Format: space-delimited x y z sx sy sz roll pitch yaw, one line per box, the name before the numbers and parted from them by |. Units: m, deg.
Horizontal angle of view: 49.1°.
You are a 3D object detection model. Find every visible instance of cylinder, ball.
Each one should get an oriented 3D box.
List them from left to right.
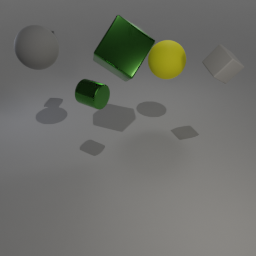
ball | -2.956 -2.607 9.107 1.400 1.400 1.400 0 32 0
cylinder | -0.971 -0.930 7.671 0.700 0.700 0.700 20 37 27
ball | 1.434 -2.504 10.324 1.400 1.400 1.400 0 32 0

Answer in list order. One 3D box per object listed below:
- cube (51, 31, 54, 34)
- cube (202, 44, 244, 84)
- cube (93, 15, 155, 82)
cube | -3.161 -3.180 10.317 0.700 0.700 0.700 9 31 8
cube | 2.708 -1.815 7.994 0.700 0.700 0.700 13 42 -43
cube | -0.180 -2.500 9.091 1.400 1.400 1.400 32 0 -9
